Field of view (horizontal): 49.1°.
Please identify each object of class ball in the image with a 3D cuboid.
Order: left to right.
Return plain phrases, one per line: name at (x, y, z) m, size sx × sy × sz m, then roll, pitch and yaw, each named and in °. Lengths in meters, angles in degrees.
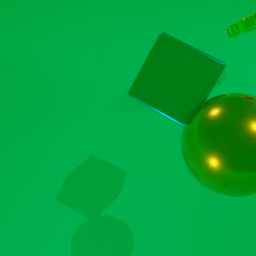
ball at (1.129, 0.175, 3.014) m, size 1.104 × 1.104 × 1.104 m, roll 0°, pitch 54°, yaw 0°

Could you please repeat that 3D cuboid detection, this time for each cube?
cube at (0.692, -0.617, 3.961) m, size 0.937 × 0.937 × 0.937 m, roll 30°, pitch 99°, yaw 11°

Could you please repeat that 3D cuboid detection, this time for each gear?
gear at (3.122, -2.571, 6.700) m, size 1.439 × 1.439 × 0.266 m, roll -23°, pitch 95°, yaw -16°
